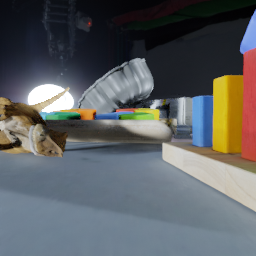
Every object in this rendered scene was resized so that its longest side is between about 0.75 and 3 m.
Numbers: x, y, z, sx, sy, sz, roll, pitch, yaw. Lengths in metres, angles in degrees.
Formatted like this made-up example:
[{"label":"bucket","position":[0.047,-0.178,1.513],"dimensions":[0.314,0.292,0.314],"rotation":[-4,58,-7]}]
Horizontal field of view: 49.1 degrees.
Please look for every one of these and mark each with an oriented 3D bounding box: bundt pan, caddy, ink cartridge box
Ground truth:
[{"label":"bundt pan","position":[-0.282,-1.099,9.783],"dimensions":[2.874,1.079,2.874],"rotation":[-33,-6,-4]},{"label":"caddy","position":[3.306,-2.144,6.233],"dimensions":[1.197,1.693,0.889],"rotation":[-34,61,-23]},{"label":"ink cartridge box","position":[1.686,-0.540,9.650],"dimensions":[1.570,0.910,2.127],"rotation":[-1,1,-35]}]

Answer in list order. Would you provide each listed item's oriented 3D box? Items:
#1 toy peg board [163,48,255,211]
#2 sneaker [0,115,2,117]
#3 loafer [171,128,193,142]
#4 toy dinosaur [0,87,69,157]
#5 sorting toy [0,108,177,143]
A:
[{"label":"toy peg board","position":[1.153,-0.097,1.571],"dimensions":[1.564,0.765,1.558],"rotation":[0,3,-9]},{"label":"sneaker","position":[-2.365,-0.020,4.791],"dimensions":[1.296,0.455,0.532],"rotation":[0,-17,-17]},{"label":"loafer","position":[0.950,0.062,2.753],"dimensions":[1.060,0.334,0.381],"rotation":[1,3,12]},{"label":"toy dinosaur","position":[-1.145,-0.054,2.975],"dimensions":[1.216,0.691,2.289],"rotation":[9,14,-22]},{"label":"sorting toy","position":[-0.455,-0.101,4.619],"dimensions":[2.482,0.489,2.682],"rotation":[0,2,10]}]
